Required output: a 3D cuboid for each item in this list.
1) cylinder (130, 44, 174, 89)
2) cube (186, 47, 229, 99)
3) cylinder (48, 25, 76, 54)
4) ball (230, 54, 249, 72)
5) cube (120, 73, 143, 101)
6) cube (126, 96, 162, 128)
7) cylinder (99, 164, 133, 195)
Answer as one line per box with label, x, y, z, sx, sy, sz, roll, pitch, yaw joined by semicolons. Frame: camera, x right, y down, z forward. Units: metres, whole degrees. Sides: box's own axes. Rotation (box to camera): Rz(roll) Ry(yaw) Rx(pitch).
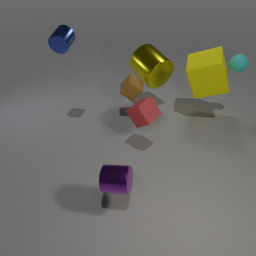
cylinder;1.010;-2.660;12.054;1.400;1.400;1.400;-20;55;-29
cube;3.253;-2.239;11.418;1.400;1.400;1.400;-9;38;24
cylinder;-2.199;-2.954;9.336;0.700;0.700;0.700;8;51;13
ball;4.414;-2.566;11.128;0.700;0.700;0.700;0;31;0
cube;0.154;-1.671;11.539;0.700;0.700;0.700;28;41;-24
cube;0.518;-0.516;9.169;0.700;0.700;0.700;-42;16;-34
cylinder;-0.283;1.264;6.937;0.700;0.700;0.700;1;31;14
